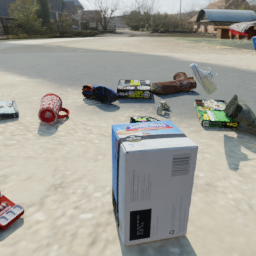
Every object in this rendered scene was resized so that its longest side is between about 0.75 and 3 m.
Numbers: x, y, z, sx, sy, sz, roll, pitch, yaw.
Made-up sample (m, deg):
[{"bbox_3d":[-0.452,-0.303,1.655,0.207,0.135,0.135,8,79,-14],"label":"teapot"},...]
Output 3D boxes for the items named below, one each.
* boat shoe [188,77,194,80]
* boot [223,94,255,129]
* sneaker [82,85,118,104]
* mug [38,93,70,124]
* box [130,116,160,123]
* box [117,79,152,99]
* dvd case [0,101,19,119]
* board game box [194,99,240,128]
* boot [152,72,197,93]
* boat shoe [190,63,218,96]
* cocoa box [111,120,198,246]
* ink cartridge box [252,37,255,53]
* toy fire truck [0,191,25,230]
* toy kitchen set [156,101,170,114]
[{"bbox_3d":[3.780,-3.203,18.334,1.050,0.357,0.378,-2,23,-5],"label":"boat shoe"},{"bbox_3d":[4.798,-0.483,11.298,1.626,0.843,2.490,32,24,5],"label":"boot"},{"bbox_3d":[-1.349,-1.871,14.604,2.396,0.903,0.940,22,26,38],"label":"sneaker"},{"bbox_3d":[-3.207,-0.817,12.024,1.270,0.954,1.431,-4,27,-5],"label":"mug"},{"bbox_3d":[0.764,0.134,9.771,0.950,0.795,1.279,-6,22,-38],"label":"box"},{"bbox_3d":[0.363,-2.227,15.818,1.879,0.519,2.346,1,23,2],"label":"box"},{"bbox_3d":[-6.399,-0.801,12.491,2.741,0.302,2.001,-4,22,-25],"label":"dvd case"},{"bbox_3d":[3.863,-0.714,12.545,1.518,0.340,2.898,5,23,5],"label":"board game box"},{"bbox_3d":[2.366,-2.653,16.620,2.595,0.834,2.419,-12,24,-17],"label":"boot"},{"bbox_3d":[3.144,-2.037,11.110,0.751,1.761,0.651,-30,38,22],"label":"boat shoe"},{"bbox_3d":[0.435,1.081,5.945,1.430,2.144,1.407,-4,23,-12],"label":"cocoa box"},{"bbox_3d":[5.408,-2.475,10.531,0.875,2.068,1.494,-17,1,30],"label":"ink cartridge box"},{"bbox_3d":[-2.982,1.902,6.108,0.950,0.634,1.131,28,32,15],"label":"toy fire truck"},{"bbox_3d":[1.559,-0.889,13.064,0.456,0.620,0.773,16,-9,32],"label":"toy kitchen set"}]
